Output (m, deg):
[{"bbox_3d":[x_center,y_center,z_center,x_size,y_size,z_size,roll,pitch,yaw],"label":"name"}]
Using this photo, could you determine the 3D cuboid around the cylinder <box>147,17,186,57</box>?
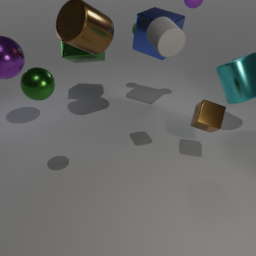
[{"bbox_3d":[0.878,-2.120,6.529,0.700,0.700,0.700,-10,45,-16],"label":"cylinder"}]

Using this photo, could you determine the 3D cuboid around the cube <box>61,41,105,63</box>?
[{"bbox_3d":[-1.835,-3.548,11.619,1.400,1.400,1.400,-1,4,13],"label":"cube"}]

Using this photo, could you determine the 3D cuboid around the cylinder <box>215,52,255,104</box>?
[{"bbox_3d":[3.965,-1.726,9.788,1.400,1.400,1.400,-22,7,3],"label":"cylinder"}]

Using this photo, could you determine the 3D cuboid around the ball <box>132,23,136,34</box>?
[{"bbox_3d":[0.531,-4.216,12.005,0.700,0.700,0.700,0,30,0],"label":"ball"}]

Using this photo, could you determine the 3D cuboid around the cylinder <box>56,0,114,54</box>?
[{"bbox_3d":[-1.416,-3.322,9.313,1.400,1.400,1.400,22,9,34],"label":"cylinder"}]

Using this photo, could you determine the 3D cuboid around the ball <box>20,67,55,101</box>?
[{"bbox_3d":[-1.899,-0.926,5.910,0.700,0.700,0.700,0,30,0],"label":"ball"}]

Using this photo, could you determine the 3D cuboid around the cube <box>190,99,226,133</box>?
[{"bbox_3d":[2.334,-0.330,8.214,0.700,0.700,0.700,19,-11,-2],"label":"cube"}]

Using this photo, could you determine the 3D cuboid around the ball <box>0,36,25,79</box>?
[{"bbox_3d":[-4.154,-2.318,9.266,1.400,1.400,1.400,0,30,0],"label":"ball"}]

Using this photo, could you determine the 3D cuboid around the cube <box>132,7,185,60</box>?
[{"bbox_3d":[1.177,-3.685,10.860,1.400,1.400,1.400,26,42,21],"label":"cube"}]

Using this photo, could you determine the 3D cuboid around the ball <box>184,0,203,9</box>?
[{"bbox_3d":[2.343,-4.641,9.987,0.700,0.700,0.700,0,30,0],"label":"ball"}]
